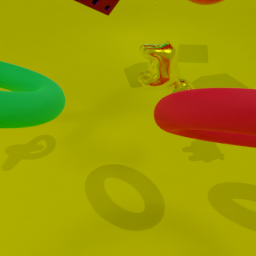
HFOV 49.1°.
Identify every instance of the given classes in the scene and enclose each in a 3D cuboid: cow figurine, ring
[{"bbox_3d":[0.716,-0.898,4.678,1.066,1.084,0.595,-3,27,-11],"label":"cow figurine"},{"bbox_3d":[-1.629,-0.475,3.195,1.824,0.365,1.824,15,18,-5],"label":"ring"},{"bbox_3d":[1.298,-0.047,3.231,2.018,2.018,0.404,8,86,8],"label":"ring"}]

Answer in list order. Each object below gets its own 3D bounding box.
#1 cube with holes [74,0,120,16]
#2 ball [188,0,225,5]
[{"bbox_3d":[-0.745,-3.594,6.519,1.120,1.120,1.120,4,52,-45],"label":"cube with holes"},{"bbox_3d":[1.291,-2.629,4.398,1.285,1.285,1.285,0,44,0],"label":"ball"}]
